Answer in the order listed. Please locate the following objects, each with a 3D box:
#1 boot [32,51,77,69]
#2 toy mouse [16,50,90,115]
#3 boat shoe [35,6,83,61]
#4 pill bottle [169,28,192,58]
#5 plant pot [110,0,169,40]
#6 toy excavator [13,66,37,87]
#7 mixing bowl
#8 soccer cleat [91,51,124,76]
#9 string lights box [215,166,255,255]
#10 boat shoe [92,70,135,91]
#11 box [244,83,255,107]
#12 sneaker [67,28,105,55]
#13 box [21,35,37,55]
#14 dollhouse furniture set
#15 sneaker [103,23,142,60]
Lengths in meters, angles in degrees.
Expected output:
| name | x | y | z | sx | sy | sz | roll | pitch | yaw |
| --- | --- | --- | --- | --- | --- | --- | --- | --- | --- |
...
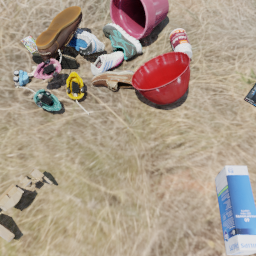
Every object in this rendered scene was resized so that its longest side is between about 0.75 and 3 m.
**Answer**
| name | x | y | z | sx | sy | sz | roll | pitch | yaw |
| --- | --- | --- | --- | --- | --- | --- | --- | --- | --- |
| boot | -3.064 | -3.420 | 12.428 | 2.005 | 0.777 | 1.387 | 12 | 57 | 6 |
| toy mouse | -3.086 | -1.659 | 11.132 | 2.546 | 0.554 | 2.864 | -11 | 86 | -18 |
| boat shoe | -2.834 | -3.999 | 11.886 | 1.011 | 1.010 | 2.873 | 21 | 62 | 24 |
| pill bottle | 2.372 | -3.698 | 12.513 | 0.782 | 0.782 | 1.371 | -8 | 61 | -5 |
| plant pot | 0.679 | -5.387 | 12.780 | 2.062 | 2.304 | 2.304 | -33 | 65 | -33 |
| toy excavator | -4.326 | -2.217 | 11.935 | 0.984 | 0.492 | 0.957 | 0 | 62 | -14 |
| mixing bowl | 1.465 | -1.773 | 10.928 | 2.380 | 1.289 | 2.380 | -21 | 36 | 16 |
| soccer cleat | -0.864 | -2.897 | 12.040 | 0.615 | 0.760 | 1.760 | 34 | 66 | 32 |
| string lights box | 3.383 | 2.563 | 8.749 | 0.733 | 1.277 | 2.486 | 0 | 61 | 0 |
| boat shoe | -0.588 | -1.910 | 11.554 | 1.877 | 0.711 | 0.674 | -6 | 71 | 7 |
| box | 5.522 | -1.368 | 11.505 | 0.999 | 0.289 | 1.257 | 36 | 67 | 18 |
| sneaker | -2.092 | -4.014 | 12.758 | 2.650 | 0.993 | 1.148 | 40 | 32 | 29 |
| box | -4.453 | -3.829 | 12.941 | 0.557 | 0.176 | 1.012 | -36 | 67 | -18 |
| dollhouse furniture set | -3.539 | 2.395 | 9.171 | 0.948 | 1.110 | 2.142 | 49 | 65 | -20 |
| sneaker | -0.455 | -3.875 | 12.624 | 2.229 | 0.865 | 1.017 | 39 | 71 | 21 |
